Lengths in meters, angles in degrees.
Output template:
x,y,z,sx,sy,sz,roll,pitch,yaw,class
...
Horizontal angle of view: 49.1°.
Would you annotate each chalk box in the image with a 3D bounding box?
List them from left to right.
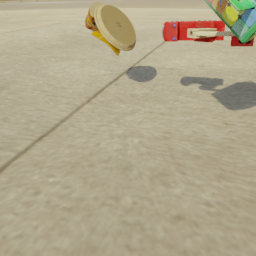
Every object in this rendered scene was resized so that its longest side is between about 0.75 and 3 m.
x,y,z,sx,sy,sz,roll,pitch,yaw,class
2.108,-2.292,4.441,1.940,1.201,1.207,-31,81,-21,chalk box

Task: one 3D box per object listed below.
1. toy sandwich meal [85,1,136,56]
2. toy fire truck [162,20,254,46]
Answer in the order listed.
x,y,z,sx,sy,sz,roll,pitch,yaw,class
-0.528,-3.097,8.799,0.626,1.829,1.829,-29,5,41,toy sandwich meal
1.930,-2.434,7.128,2.261,0.551,1.594,5,23,14,toy fire truck
